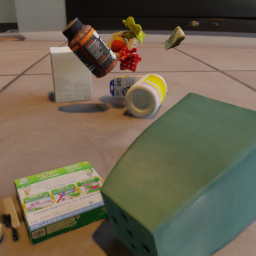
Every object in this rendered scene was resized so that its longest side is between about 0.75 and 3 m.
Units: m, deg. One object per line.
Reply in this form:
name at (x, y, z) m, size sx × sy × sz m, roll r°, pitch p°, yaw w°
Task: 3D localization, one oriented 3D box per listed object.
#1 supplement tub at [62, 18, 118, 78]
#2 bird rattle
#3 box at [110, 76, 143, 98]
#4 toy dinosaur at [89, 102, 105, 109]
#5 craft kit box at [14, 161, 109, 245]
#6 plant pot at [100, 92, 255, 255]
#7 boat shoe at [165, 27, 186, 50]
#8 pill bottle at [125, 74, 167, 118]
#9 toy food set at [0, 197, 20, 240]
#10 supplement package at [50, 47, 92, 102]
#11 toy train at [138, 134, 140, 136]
supplement tub at (-1.490, -3.106, 10.891) m, size 1.202 × 2.247 × 1.202 m, roll -32°, pitch 30°, yaw 21°
bird rattle at (-0.120, -3.419, 11.910) m, size 1.779 × 2.183 × 1.230 m, roll 7°, pitch -10°, yaw 35°
box at (-0.016, -1.984, 13.503) m, size 1.735 × 1.033 × 0.360 m, roll 0°, pitch 24°, yaw -2°
toy dinosaur at (-1.317, -0.963, 12.293) m, size 0.930 × 0.271 × 0.470 m, roll -11°, pitch 10°, yaw -39°
craft kit box at (-1.453, 1.553, 6.401) m, size 1.903 × 0.462 × 1.879 m, roll -12°, pitch 30°, yaw -26°
plant pot at (1.119, 1.091, 5.453) m, size 2.991 × 2.114 × 2.113 m, roll -33°, pitch 38°, yaw -27°
boat shoe at (2.172, -4.243, 13.418) m, size 0.663 × 0.572 × 1.818 m, roll -21°, pitch 1°, yaw -9°
pill bottle at (0.893, -1.519, 12.040) m, size 1.384 × 1.384 × 2.656 m, roll 8°, pitch 26°, yaw 16°
toy food set at (-3.181, 2.138, 5.258) m, size 2.176 × 0.343 × 1.383 m, roll -21°, pitch 30°, yaw -24°
supplement package at (-2.735, -2.611, 13.372) m, size 1.722 × 2.269 × 1.710 m, roll -7°, pitch 25°, yaw -15°
toy train at (1.380, 0.707, 8.163) m, size 2.713 × 0.566 × 0.765 m, roll 21°, pitch 21°, yaw 38°
